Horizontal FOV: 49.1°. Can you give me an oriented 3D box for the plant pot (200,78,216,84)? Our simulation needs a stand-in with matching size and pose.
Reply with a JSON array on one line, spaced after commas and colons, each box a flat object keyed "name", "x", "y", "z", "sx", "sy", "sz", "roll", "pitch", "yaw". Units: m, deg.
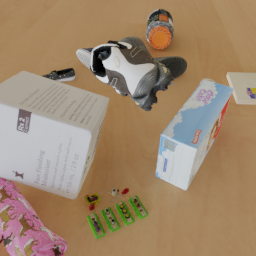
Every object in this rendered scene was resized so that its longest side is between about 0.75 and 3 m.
[{"name": "plant pot", "x": 2.876, "y": -1.279, "z": 10.473, "sx": 0.852, "sy": 0.852, "sz": 0.780, "roll": 29, "pitch": 61, "yaw": 28}]

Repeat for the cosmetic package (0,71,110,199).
[{"name": "cosmetic package", "x": -2.065, "y": 0.097, "z": 7.200, "sx": 2.529, "sy": 2.085, "sz": 2.087, "roll": 16, "pitch": 28, "yaw": -1}]

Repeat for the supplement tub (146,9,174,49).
[{"name": "supplement tub", "x": 1.600, "y": -4.937, "z": 14.038, "sx": 1.363, "sy": 1.363, "sz": 2.224, "roll": 4, "pitch": 42, "yaw": 4}]

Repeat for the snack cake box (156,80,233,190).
[{"name": "snack cake box", "x": 1.964, "y": 0.094, "z": 8.163, "sx": 1.002, "sy": 1.715, "sz": 2.983, "roll": 23, "pitch": 47, "yaw": 23}]

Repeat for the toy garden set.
[{"name": "toy garden set", "x": -0.379, "y": 1.978, "z": 7.146, "sx": 1.415, "sy": 0.282, "sz": 1.180, "roll": -19, "pitch": 45, "yaw": -20}]

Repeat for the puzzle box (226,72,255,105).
[{"name": "puzzle box", "x": 4.780, "y": -1.604, "z": 11.160, "sx": 1.314, "sy": 0.251, "sz": 1.975, "roll": 3, "pitch": 42, "yaw": 3}]

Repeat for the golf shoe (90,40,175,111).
[{"name": "golf shoe", "x": -0.123, "y": -1.316, "z": 5.753, "sx": 1.357, "sy": 1.116, "sz": 2.872, "roll": 32, "pitch": 4, "yaw": -20}]

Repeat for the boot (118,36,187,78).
[{"name": "boot", "x": 0.893, "y": -3.196, "z": 12.517, "sx": 2.690, "sy": 1.073, "sz": 2.958, "roll": -7, "pitch": 36, "yaw": -10}]

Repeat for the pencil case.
[{"name": "pencil case", "x": -2.485, "y": 2.147, "z": 6.348, "sx": 2.519, "sy": 1.090, "sz": 1.043, "roll": 33, "pitch": 34, "yaw": 32}]

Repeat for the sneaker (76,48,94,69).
[{"name": "sneaker", "x": -1.016, "y": -2.863, "z": 11.949, "sx": 2.501, "sy": 0.981, "sz": 0.993, "roll": 32, "pitch": 70, "yaw": 19}]

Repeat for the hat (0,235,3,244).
[{"name": "hat", "x": -3.698, "y": 3.139, "z": 5.452, "sx": 1.989, "sy": 1.647, "sz": 1.751, "roll": -2, "pitch": 9, "yaw": 27}]

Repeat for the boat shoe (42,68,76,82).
[{"name": "boat shoe", "x": -2.989, "y": -2.188, "z": 11.658, "sx": 1.605, "sy": 0.454, "sz": 0.551, "roll": -12, "pitch": 43, "yaw": -13}]
